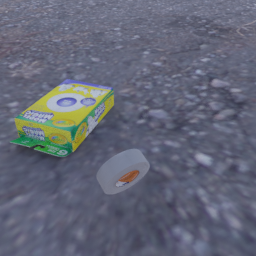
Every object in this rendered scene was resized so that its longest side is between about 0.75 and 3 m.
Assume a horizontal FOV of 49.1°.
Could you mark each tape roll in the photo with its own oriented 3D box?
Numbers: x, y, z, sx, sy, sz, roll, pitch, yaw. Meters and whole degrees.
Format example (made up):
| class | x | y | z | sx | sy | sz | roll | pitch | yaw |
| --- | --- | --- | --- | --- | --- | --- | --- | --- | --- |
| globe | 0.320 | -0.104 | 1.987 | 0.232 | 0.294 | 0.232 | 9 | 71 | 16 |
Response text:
| class | x | y | z | sx | sy | sz | roll | pitch | yaw |
| --- | --- | --- | --- | --- | --- | --- | --- | --- | --- |
| tape roll | -0.080 | 0.771 | 4.899 | 0.918 | 0.918 | 0.303 | -20 | 59 | -25 |

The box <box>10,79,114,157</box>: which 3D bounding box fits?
| class | x | y | z | sx | sy | sz | roll | pitch | yaw |
| --- | --- | --- | --- | --- | --- | --- | --- | --- | --- |
| box | -1.567 | -0.343 | 7.017 | 1.546 | 0.637 | 2.634 | 13 | 39 | 17 |
